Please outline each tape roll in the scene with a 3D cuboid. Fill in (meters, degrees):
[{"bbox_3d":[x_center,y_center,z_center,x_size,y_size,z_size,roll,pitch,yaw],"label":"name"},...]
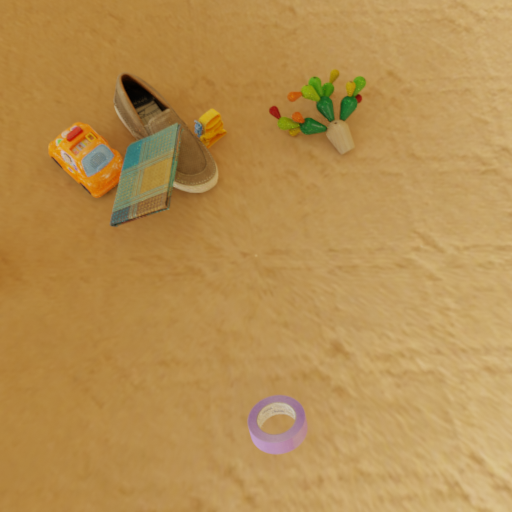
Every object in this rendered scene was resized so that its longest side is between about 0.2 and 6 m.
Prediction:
[{"bbox_3d":[0.326,2.551,8.510,0.881,0.289,0.881,-8,34,5],"label":"tape roll"}]

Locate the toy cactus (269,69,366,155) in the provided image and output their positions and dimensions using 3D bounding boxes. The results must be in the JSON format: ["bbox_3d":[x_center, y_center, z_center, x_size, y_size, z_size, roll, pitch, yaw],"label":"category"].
[{"bbox_3d":[1.398,-2.759,11.159,1.984,1.014,1.637,-27,89,-13],"label":"toy cactus"}]

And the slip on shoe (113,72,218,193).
[{"bbox_3d":[-1.788,-2.422,10.845,1.086,0.866,2.857,-32,72,-19],"label":"slip on shoe"}]

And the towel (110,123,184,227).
[{"bbox_3d":[-1.947,-1.436,10.006,1.346,0.199,1.835,-15,56,29],"label":"towel"}]

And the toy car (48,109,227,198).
[{"bbox_3d":[-2.361,-2.458,10.797,3.332,1.109,1.634,-28,70,-10],"label":"toy car"}]
